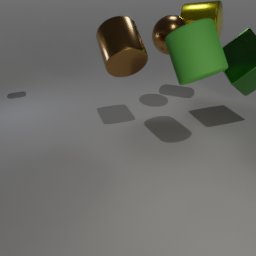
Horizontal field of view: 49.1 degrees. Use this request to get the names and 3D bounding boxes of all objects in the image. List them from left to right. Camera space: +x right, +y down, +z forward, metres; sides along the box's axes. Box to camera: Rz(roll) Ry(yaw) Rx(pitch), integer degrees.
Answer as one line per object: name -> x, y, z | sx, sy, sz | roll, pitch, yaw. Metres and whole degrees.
cylinder -> -0.207, -2.622, 9.128 | 1.400, 1.400, 1.400 | -10, 65, -17
ball -> 1.585, -3.422, 10.348 | 1.400, 1.400, 1.400 | 0, 29, 0
cylinder -> 1.903, -2.087, 7.855 | 1.400, 1.400, 1.400 | -19, 1, 0
cylinder -> 2.917, -4.214, 11.060 | 1.400, 1.400, 1.400 | 6, 29, 26
cube -> 4.057, -2.189, 9.531 | 1.400, 1.400, 1.400 | 17, 45, -48
